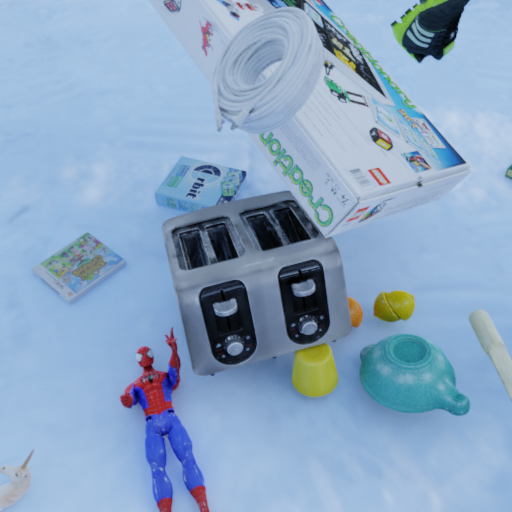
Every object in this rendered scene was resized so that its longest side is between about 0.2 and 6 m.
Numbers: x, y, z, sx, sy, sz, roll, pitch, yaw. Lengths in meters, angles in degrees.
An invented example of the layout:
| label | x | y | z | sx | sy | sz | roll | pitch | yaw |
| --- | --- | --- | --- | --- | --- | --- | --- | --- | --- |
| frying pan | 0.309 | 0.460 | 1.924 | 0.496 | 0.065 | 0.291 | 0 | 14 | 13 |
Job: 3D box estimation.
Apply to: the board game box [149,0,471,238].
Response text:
| label | x | y | z | sx | sy | sz | roll | pitch | yaw |
| --- | --- | --- | --- | --- | --- | --- | --- | --- | --- |
| board game box | 0.823 | -2.719 | 8.719 | 3.135 | 0.859 | 4.966 | -18 | 66 | -43 |

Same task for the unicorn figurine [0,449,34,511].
| label | x | y | z | sx | sy | sz | roll | pitch | yaw |
| --- | --- | --- | --- | --- | --- | --- | --- | --- | --- |
| unicorn figurine | -3.361 | 3.052 | 6.769 | 1.011 | 0.544 | 1.472 | 10 | 62 | -4 |

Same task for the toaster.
| label | x | y | z | sx | sy | sz | roll | pitch | yaw |
| --- | --- | --- | --- | --- | --- | --- | --- | --- | --- |
| toaster | -0.072 | 0.261 | 8.258 | 2.309 | 1.515 | 2.553 | -13 | 32 | -7 |

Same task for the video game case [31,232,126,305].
| label | x | y | z | sx | sy | sz | roll | pitch | yaw |
| --- | --- | --- | --- | --- | --- | --- | --- | --- | --- |
| video game case | -3.034 | 0.180 | 9.610 | 1.086 | 0.132 | 1.193 | 33 | 55 | 26 |

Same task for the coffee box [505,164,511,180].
| label | x | y | z | sx | sy | sz | roll | pitch | yaw |
| --- | --- | --- | --- | --- | --- | --- | --- | --- | --- |
| coffee box | 5.554 | -1.787 | 11.360 | 0.607 | 0.217 | 0.987 | 33 | 55 | 27 |

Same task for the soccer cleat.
| label | x | y | z | sx | sy | sz | roll | pitch | yaw |
| --- | --- | --- | --- | --- | --- | --- | --- | --- | --- |
| soccer cleat | 3.275 | -4.148 | 9.997 | 0.918 | 1.103 | 2.720 | -40 | 9 | 2 |

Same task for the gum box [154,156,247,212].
| label | x | y | z | sx | sy | sz | roll | pitch | yaw |
| --- | --- | --- | --- | --- | --- | --- | --- | --- | --- |
| gum box | -1.051 | -1.325 | 10.868 | 1.426 | 0.318 | 1.212 | 14 | 49 | 13 |

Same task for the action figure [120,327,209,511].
| label | x | y | z | sx | sy | sz | roll | pitch | yaw |
| --- | --- | --- | --- | --- | --- | --- | --- | --- | --- |
| action figure | -1.199 | 2.075 | 7.118 | 0.892 | 1.353 | 2.734 | -15 | 47 | -14 |

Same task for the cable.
| label | x | y | z | sx | sy | sz | roll | pitch | yaw |
| --- | --- | --- | --- | --- | --- | --- | --- | --- | --- |
| cable | 0.126 | -2.216 | 6.736 | 1.517 | 0.525 | 1.517 | -29 | 52 | 23 |

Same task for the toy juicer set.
| label | x | y | z | sx | sy | sz | roll | pitch | yaw |
| --- | --- | --- | --- | --- | --- | --- | --- | --- | --- |
| toy juicer set | 2.232 | 1.397 | 8.055 | 3.185 | 0.867 | 2.026 | 7 | 38 | 19 |
